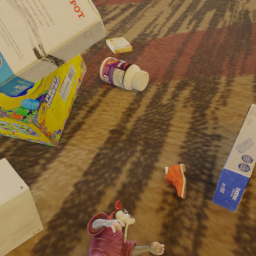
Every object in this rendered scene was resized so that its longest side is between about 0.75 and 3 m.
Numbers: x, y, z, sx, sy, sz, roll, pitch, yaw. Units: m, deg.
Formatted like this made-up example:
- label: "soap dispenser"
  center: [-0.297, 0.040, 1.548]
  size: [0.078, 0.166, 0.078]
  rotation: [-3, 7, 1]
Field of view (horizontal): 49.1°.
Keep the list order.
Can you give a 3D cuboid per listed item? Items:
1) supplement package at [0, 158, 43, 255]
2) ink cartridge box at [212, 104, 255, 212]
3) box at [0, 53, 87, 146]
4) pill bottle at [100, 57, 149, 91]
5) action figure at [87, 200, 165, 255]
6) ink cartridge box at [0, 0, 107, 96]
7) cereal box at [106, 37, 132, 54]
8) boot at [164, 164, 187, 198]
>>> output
- label: "supplement package"
  center: [-2.634, 1.667, 5.481]
  size: [1.374, 1.437, 1.057]
  rotation: [-30, 49, -31]
- label: "ink cartridge box"
  center: [2.848, 0.622, 6.851]
  size: [0.583, 1.240, 2.637]
  rotation: [21, 45, 23]
- label: "box"
  center: [-3.021, -1.257, 7.998]
  size: [2.676, 1.695, 2.778]
  rotation: [10, 67, 13]
- label: "pill bottle"
  center: [-0.118, -1.905, 10.064]
  size: [1.633, 0.910, 0.910]
  rotation: [24, 46, 26]
- label: "action figure"
  center: [-0.423, 2.401, 5.144]
  size: [1.720, 1.547, 2.310]
  rotation: [-26, 26, 25]
- label: "ink cartridge box"
  center: [-1.766, -1.878, 5.118]
  size: [2.236, 0.960, 1.637]
  rotation: [-32, 88, 2]
- label: "cereal box"
  center: [-0.412, -3.789, 12.781]
  size: [0.864, 0.237, 1.201]
  rotation: [-13, 42, -15]
- label: "boot"
  center: [1.152, 1.295, 6.791]
  size: [0.540, 0.378, 1.006]
  rotation: [-3, 35, 6]
